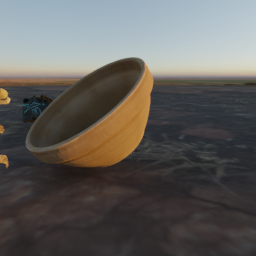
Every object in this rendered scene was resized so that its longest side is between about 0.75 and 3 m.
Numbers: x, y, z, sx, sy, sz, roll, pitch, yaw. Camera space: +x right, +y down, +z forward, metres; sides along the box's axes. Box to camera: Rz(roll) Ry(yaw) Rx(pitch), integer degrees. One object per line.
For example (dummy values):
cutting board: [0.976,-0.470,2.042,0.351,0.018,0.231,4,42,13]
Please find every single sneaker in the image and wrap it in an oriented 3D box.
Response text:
sneaker: [-2.407,-0.585,7.782,1.856,0.735,0.700,-7,1,37]

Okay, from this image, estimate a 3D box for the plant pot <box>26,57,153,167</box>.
plant pot: [-0.454,-0.096,4.670,2.265,1.045,2.265,-27,28,16]

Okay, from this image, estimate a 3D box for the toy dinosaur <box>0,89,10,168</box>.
toy dinosaur: [-2.023,0.426,2.856,0.635,2.183,1.104,35,-15,32]
